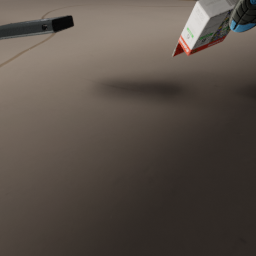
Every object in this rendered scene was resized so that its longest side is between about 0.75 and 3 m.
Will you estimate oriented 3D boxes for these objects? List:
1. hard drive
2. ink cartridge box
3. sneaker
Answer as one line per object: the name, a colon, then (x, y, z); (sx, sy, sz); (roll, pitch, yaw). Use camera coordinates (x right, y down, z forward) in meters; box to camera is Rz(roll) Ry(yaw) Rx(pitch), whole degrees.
hard drive: (-3.323, -3.388, 9.470); (2.521, 0.415, 1.759); (-2, 26, 13)
ink cartridge box: (2.414, -2.942, 8.642); (1.444, 2.651, 0.667); (-25, 76, -14)
sneaker: (2.829, -2.969, 6.123); (0.697, 1.903, 0.779); (29, 13, -18)
